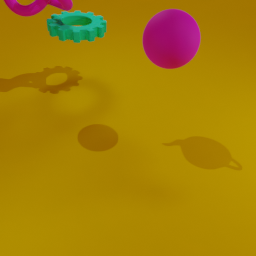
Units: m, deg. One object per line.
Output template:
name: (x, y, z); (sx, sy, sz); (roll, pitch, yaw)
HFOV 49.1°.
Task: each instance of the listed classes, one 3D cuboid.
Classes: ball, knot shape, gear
ball: (0.825, -1.690, 5.373); (1.095, 1.095, 1.095); (0, 45, 0)
knot shape: (-2.261, -3.639, 7.429); (1.854, 1.735, 0.857); (-23, 66, 33)
gear: (-1.545, -3.113, 8.526); (1.750, 0.324, 1.750); (3, 40, -3)
